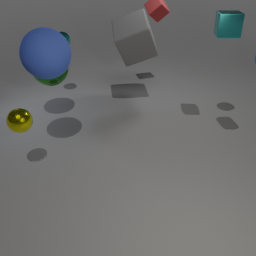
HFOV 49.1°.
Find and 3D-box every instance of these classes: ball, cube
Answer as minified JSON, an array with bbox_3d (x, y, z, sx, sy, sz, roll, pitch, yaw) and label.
[{"bbox_3d":[-3.027,-0.210,7.829,0.700,0.700,0.700,0,33,0],"label":"ball"},{"bbox_3d":[0.274,-3.613,11.269,1.400,1.400,1.400,-16,54,13],"label":"cube"},{"bbox_3d":[-2.298,-2.075,7.832,1.400,1.400,1.400,0,33,0],"label":"ball"},{"bbox_3d":[-2.979,-2.311,10.683,1.400,1.400,1.400,0,33,0],"label":"ball"},{"bbox_3d":[3.076,-3.183,8.586,0.700,0.700,0.700,2,31,5],"label":"cube"},{"bbox_3d":[1.252,-5.171,12.097,0.700,0.700,0.700,18,47,-49],"label":"cube"},{"bbox_3d":[-2.804,-3.745,11.935,0.700,0.700,0.700,0,33,0],"label":"ball"}]
